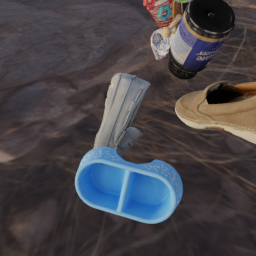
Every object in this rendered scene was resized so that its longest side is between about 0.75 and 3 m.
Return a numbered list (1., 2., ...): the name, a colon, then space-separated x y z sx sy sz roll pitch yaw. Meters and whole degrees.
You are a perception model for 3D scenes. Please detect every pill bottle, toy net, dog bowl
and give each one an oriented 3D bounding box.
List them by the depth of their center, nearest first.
1. dog bowl: -0.014 0.734 3.514 1.401 0.781 0.347 14 13 7
2. pill bottle: 1.699 -2.125 7.028 1.152 2.060 1.152 3 68 -7
3. toy net: 0.998 -2.899 7.541 1.266 2.413 0.466 -9 40 -22
4. pill bottle: 1.395 -3.967 9.040 1.351 2.466 1.351 -23 43 23

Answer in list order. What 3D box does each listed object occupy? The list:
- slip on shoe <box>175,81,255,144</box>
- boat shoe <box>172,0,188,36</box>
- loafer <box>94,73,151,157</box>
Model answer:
1. slip on shoe: 1.098 -0.307 3.350 0.697 0.555 1.833 -38 22 -6
2. boat shoe: 1.713 -3.134 8.315 0.633 1.800 0.633 17 56 28
3. loafer: -0.121 0.082 4.517 0.683 1.959 0.685 13 -3 4
